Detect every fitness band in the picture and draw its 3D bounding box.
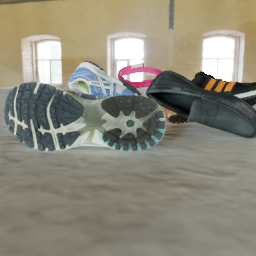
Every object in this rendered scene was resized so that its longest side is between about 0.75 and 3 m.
[{"bbox_3d":[0.312,-1.345,7.372,1.256,0.235,0.902,-4,-23,33],"label":"fitness band"}]

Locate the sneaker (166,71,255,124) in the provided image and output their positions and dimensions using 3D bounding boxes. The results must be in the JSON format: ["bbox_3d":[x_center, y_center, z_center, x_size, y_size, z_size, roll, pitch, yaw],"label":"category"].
[{"bbox_3d":[2.309,-1.047,7.394,2.870,1.291,1.004,-14,-17,-2],"label":"sneaker"}]

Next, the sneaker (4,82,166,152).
[{"bbox_3d":[-0.777,-0.119,5.119,2.944,1.143,1.271,9,3,10],"label":"sneaker"}]

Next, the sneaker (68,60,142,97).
[{"bbox_3d":[-0.508,-0.806,6.678,2.032,0.769,0.783,30,56,15],"label":"sneaker"}]

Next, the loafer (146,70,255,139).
[{"bbox_3d":[1.548,-0.400,5.931,2.528,0.858,0.887,29,54,20],"label":"loafer"}]
